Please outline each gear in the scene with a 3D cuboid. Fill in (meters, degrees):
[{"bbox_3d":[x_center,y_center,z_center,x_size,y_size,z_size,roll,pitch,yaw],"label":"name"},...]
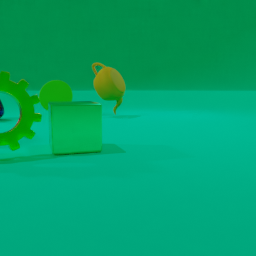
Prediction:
[{"bbox_3d":[-1.871,-0.226,4.060,1.160,1.160,0.214,-5,3,-30],"label":"gear"}]

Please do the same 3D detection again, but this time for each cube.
[{"bbox_3d":[-0.911,-0.037,4.745,0.794,0.794,0.794,-2,8,-19],"label":"cube"}]

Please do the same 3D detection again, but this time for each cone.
[{"bbox_3d":[-2.678,-1.267,9.926,1.138,1.138,1.143,-4,24,-28],"label":"cone"}]

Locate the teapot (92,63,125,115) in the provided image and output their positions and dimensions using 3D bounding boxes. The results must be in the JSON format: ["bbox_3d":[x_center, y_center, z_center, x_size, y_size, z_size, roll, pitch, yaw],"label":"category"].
[{"bbox_3d":[-0.690,-1.442,9.979,0.964,1.969,1.225,-25,8,27],"label":"teapot"}]

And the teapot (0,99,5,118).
[{"bbox_3d":[-4.475,-0.716,8.787,1.868,0.915,1.162,3,2,44],"label":"teapot"}]
